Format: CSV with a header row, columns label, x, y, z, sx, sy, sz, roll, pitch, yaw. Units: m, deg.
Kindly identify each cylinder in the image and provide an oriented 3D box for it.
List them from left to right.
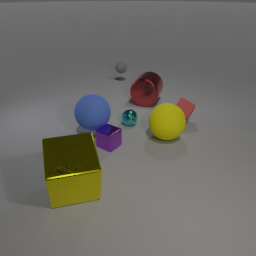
label,x,y,z,sx,sy,sz,roll,pitch,yaw
cylinder,0.951,-1.967,14.028,1.400,1.400,1.400,8,29,15

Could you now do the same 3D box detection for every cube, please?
label,x,y,z,sx,sy,sz,roll,pitch,yaw
cube,-1.552,1.155,7.784,1.400,1.400,1.400,-8,47,-14
cube,-0.708,0.355,10.409,0.700,0.700,0.700,20,34,31
cube,2.340,-0.746,11.848,0.700,0.700,0.700,32,77,12

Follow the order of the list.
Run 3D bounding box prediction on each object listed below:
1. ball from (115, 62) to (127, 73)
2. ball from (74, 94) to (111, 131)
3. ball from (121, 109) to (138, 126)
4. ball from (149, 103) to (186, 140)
label,x,y,z,sx,sy,sz,roll,pitch,yaw
ball,-0.412,-3.653,16.936,0.700,0.700,0.700,0,28,0
ball,-1.364,-0.602,10.802,1.400,1.400,1.400,0,28,0
ball,0.067,-0.445,11.959,0.700,0.700,0.700,0,28,0
ball,1.489,-0.241,10.696,1.400,1.400,1.400,0,28,0
